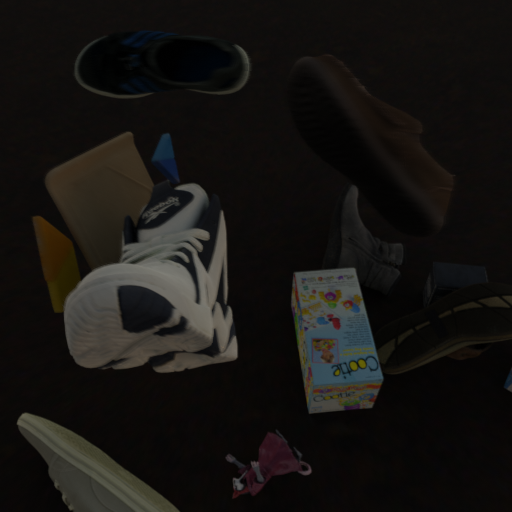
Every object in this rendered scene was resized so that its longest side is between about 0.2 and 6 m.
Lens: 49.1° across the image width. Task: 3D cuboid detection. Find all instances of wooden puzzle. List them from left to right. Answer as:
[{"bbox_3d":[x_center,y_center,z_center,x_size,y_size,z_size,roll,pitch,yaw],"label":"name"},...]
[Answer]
[{"bbox_3d":[-1.769,-0.533,6.981,0.309,1.782,2.641,-5,19,33],"label":"wooden puzzle"}]

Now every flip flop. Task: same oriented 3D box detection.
[{"bbox_3d":[2.864,1.145,8.095,2.443,0.703,0.991,-25,41,12],"label":"flip flop"}]

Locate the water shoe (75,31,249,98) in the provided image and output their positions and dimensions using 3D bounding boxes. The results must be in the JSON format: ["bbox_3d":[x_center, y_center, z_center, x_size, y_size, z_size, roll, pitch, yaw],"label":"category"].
[{"bbox_3d":[-1.162,-2.235,6.304,2.125,0.838,0.760,2,96,11],"label":"water shoe"}]

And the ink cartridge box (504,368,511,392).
[{"bbox_3d":[4.308,1.413,7.863,0.951,0.955,1.302,29,57,18],"label":"ink cartridge box"}]

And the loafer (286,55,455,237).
[{"bbox_3d":[1.439,-1.416,6.876,2.687,0.981,0.954,46,67,-19],"label":"loafer"}]

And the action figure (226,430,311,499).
[{"bbox_3d":[0.079,2.774,7.222,0.990,0.663,0.737,-43,107,-15],"label":"action figure"}]

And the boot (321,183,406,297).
[{"bbox_3d":[1.882,-0.270,9.483,1.309,0.694,1.989,12,64,6],"label":"boot"}]

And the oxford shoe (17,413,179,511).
[{"bbox_3d":[-2.078,2.799,6.873,2.607,0.980,0.753,29,77,20],"label":"oxford shoe"}]

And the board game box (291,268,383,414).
[{"bbox_3d":[1.097,1.196,8.061,0.950,0.933,1.812,-4,52,-3],"label":"board game box"}]

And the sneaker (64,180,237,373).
[{"bbox_3d":[-1.029,0.021,5.824,1.303,3.265,2.124,-15,73,12],"label":"sneaker"}]

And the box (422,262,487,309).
[{"bbox_3d":[3.063,0.543,8.681,0.785,0.772,0.487,6,52,5],"label":"box"}]
